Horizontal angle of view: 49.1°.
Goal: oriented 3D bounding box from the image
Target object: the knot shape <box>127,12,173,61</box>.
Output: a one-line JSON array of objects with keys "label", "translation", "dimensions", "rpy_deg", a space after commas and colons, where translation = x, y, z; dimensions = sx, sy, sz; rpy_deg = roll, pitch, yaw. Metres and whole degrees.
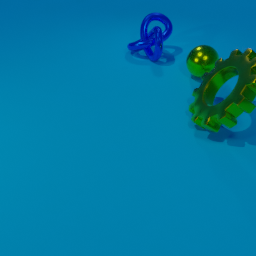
[{"label": "knot shape", "translation": [0.687, -3.066, 9.688], "dimensions": [1.594, 0.787, 1.703], "rpy_deg": [-12, 60, 39]}]

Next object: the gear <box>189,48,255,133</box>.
[{"label": "gear", "translation": [2.290, -0.890, 6.612], "dimensions": [0.376, 2.034, 2.034], "rpy_deg": [30, 37, -20]}]

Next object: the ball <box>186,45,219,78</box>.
[{"label": "ball", "translation": [2.269, -2.025, 8.525], "dimensions": [0.986, 0.986, 0.986], "rpy_deg": [0, 41, 0]}]
